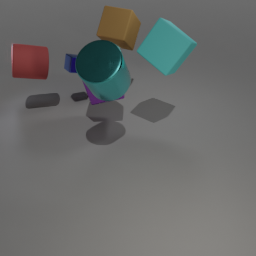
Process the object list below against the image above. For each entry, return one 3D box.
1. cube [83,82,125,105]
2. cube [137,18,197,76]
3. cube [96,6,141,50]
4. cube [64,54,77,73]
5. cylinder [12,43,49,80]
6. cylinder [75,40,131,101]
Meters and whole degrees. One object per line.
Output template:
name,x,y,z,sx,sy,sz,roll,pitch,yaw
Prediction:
cube,-0.959,-1.986,11.402,1.400,1.400,1.400,-11,35,9
cube,1.428,-2.904,10.110,1.400,1.400,1.400,42,25,7
cube,-0.402,-4.581,12.935,1.400,1.400,1.400,17,3,18
cube,-2.388,-2.893,12.586,0.700,0.700,0.700,-4,27,-35
cylinder,-4.176,-2.808,11.930,1.400,1.400,1.400,0,30,-24
cylinder,-0.716,-1.715,8.576,1.400,1.400,1.400,-3,73,10
